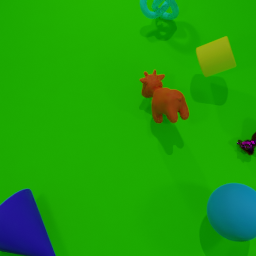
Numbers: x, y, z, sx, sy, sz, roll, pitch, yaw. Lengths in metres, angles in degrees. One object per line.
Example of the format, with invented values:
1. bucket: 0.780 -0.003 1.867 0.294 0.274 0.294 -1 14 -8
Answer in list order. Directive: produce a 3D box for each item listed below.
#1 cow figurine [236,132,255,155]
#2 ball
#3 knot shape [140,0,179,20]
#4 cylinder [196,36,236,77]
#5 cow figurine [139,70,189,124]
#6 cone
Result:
1. cow figurine: 3.678 0.299 7.983 0.995 0.555 1.011 10 109 -14
2. ball: 2.548 1.976 6.611 1.324 1.324 1.324 0 69 0
3. knot shape: 1.044 -4.134 9.265 1.344 1.436 0.663 -9 61 -10
4. cylinder: 2.593 -2.084 8.252 0.918 0.918 0.918 -17 67 24
5. cow figurine: 0.996 -0.936 7.977 0.876 1.595 1.570 -15 97 -24
6. cone: -2.269 2.579 6.536 1.644 1.638 1.638 35 73 11
